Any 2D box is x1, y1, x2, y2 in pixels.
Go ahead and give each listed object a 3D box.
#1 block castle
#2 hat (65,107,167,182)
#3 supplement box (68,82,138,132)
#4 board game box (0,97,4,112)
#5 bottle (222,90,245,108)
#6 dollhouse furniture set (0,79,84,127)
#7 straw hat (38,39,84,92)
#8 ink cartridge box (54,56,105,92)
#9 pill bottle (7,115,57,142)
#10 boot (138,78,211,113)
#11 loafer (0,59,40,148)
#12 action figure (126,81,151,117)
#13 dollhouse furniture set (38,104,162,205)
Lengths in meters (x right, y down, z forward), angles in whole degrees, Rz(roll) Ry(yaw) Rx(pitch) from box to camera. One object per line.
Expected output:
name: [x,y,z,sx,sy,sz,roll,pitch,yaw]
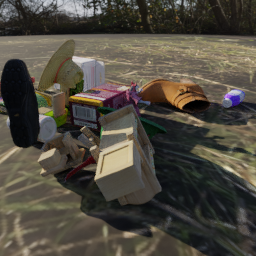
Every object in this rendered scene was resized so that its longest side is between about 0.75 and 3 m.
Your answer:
block castle: [-5.528,-2.177,13.370,1.946,0.913,1.301,-14,27,-31]
hat: [-0.321,0.663,7.536,2.311,2.034,1.914,20,-7,-15]
supplement box: [-0.791,-0.835,9.998,1.340,1.040,2.429,12,26,29]
board game box: [-4.790,-1.010,11.343,1.006,0.345,1.217,8,24,15]
bottle: [4.328,-1.198,11.580,0.632,0.494,1.514,18,29,33]
dollhouse furniture set: [-3.236,-1.201,10.087,2.749,1.380,1.801,17,27,22]
straw hat: [-1.594,-1.431,7.445,0.740,1.749,1.749,34,25,-3]
ink cartridge box: [-2.354,-2.468,13.204,2.712,1.580,0.915,17,28,35]
pill bottle: [-2.961,-0.070,8.546,1.439,0.782,0.782,12,26,27]
boot: [1.792,-1.144,11.156,2.615,1.003,2.030,-6,34,-8]
loafer: [-2.632,-0.600,6.983,0.748,2.203,0.773,-1,16,5]
action figure: [0.122,-0.849,9.470,1.121,1.505,1.008,-8,21,-9]
dollhouse furniture set: [-0.700,1.079,5.745,2.462,1.548,2.784,-23,21,10]
